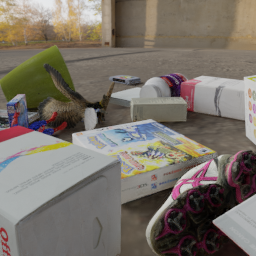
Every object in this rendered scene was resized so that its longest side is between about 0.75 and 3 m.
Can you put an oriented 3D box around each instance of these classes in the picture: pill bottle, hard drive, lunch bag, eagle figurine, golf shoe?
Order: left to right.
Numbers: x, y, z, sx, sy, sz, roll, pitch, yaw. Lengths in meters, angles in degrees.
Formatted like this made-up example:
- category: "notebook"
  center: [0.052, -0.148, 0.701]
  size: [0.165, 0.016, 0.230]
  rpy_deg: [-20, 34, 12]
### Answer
- category: "eagle figurine"
  center: [-1.977, -0.920, 9.899]
  size: [2.557, 1.940, 1.929]
  rpy_deg: [15, -16, -10]
- category: "lunch bag"
  center: [-1.484, -0.550, 10.897]
  size: [0.822, 0.388, 1.026]
  rpy_deg: [5, 21, 8]
- category: "hard drive"
  center: [0.266, -1.546, 13.698]
  size: [1.660, 0.331, 2.517]
  rpy_deg: [15, 24, 36]
- category: "pill bottle"
  center: [1.621, -1.635, 12.414]
  size: [1.369, 1.369, 2.435]
  rpy_deg: [16, 25, 37]
- category: "golf shoe"
  center: [1.300, 1.353, 5.062]
  size: [2.944, 1.069, 1.355]
  rpy_deg: [-22, 0, -39]

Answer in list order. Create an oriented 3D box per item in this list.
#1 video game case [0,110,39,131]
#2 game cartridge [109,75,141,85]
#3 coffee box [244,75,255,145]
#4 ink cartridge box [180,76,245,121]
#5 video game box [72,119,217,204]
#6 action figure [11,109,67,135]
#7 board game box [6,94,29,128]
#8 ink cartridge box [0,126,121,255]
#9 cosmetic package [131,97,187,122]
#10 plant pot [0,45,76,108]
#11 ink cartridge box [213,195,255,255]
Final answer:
- category: "video game case"
  center: [-4.745, -0.265, 10.309]
  size: [2.161, 0.252, 1.964]
  rpy_deg: [6, 20, 12]
- category: "game cartridge"
  center: [-0.156, -3.121, 18.034]
  size: [1.858, 0.380, 1.236]
  rpy_deg: [18, 23, 41]
- category: "coffee box"
  center: [4.591, -0.500, 7.814]
  size: [1.990, 1.987, 1.968]
  rpy_deg: [-9, 18, 6]
- category: "ink cartridge box"
  center: [3.992, -1.331, 11.769]
  size: [2.951, 1.221, 2.162]
  rpy_deg: [15, 25, 36]
- category: "video game box"
  center: [0.270, 0.624, 7.252]
  size: [2.663, 0.684, 2.924]
  rpy_deg: [-13, 24, -26]
- category: "action figure"
  center: [-2.743, -0.099, 8.494]
  size: [0.778, 1.180, 2.385]
  rpy_deg: [44, 35, 7]
- category: "board game box"
  center: [-3.455, -0.306, 8.883]
  size: [0.278, 1.281, 1.275]
  rpy_deg: [-2, 20, -7]
- category: "ink cartridge box"
  center: [-1.484, 1.194, 4.108]
  size: [2.355, 1.711, 1.704]
  rpy_deg: [13, 24, 33]
- category: "cosmetic package"
  center: [1.153, -0.725, 10.832]
  size: [2.045, 0.748, 1.059]
  rpy_deg: [0, 20, -3]
- category: "plant pot"
  center: [-3.962, -1.913, 12.210]
  size: [2.733, 2.558, 2.558]
  rpy_deg: [-24, 26, -13]
- category: "ink cartridge box"
  center: [2.899, 1.695, 3.502]
  size: [2.419, 0.607, 2.787]
  rpy_deg: [-22, 36, -25]
